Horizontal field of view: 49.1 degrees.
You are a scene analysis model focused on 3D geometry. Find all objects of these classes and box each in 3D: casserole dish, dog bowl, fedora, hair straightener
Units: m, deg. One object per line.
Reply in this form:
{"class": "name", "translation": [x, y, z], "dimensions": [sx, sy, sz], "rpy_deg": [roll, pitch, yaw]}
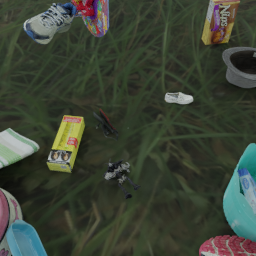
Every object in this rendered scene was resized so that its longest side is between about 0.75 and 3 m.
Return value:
{"class": "casserole dish", "translation": [-2.313, 2.849, 6.455], "dimensions": [0.302, 0.943, 1.556], "rpy_deg": [-38, 62, 1]}
{"class": "dog bowl", "translation": [-4.019, 2.408, 6.726], "dimensions": [2.707, 0.998, 2.707], "rpy_deg": [0, 51, -1]}
{"class": "fedora", "translation": [4.438, -2.151, 10.468], "dimensions": [2.114, 0.954, 1.869], "rpy_deg": [-11, 53, -13]}
{"class": "hair straightener", "translation": [-0.790, -0.044, 9.242], "dimensions": [0.541, 0.288, 1.406], "rpy_deg": [-27, 60, -20]}

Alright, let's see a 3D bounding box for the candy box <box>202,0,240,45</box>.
{"class": "candy box", "translation": [3.865, -4.493, 11.792], "dimensions": [1.087, 1.863, 0.526], "rpy_deg": [-7, 51, -7]}

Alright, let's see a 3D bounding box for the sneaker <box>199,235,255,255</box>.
{"class": "sneaker", "translation": [2.885, 3.188, 6.149], "dimensions": [2.650, 0.989, 1.068], "rpy_deg": [11, 9, 23]}

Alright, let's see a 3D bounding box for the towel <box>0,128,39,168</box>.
{"class": "towel", "translation": [-3.880, 0.681, 7.870], "dimensions": [1.640, 0.337, 2.199], "rpy_deg": [19, 30, 33]}

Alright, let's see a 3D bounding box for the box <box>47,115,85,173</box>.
{"class": "box", "translation": [-1.873, 0.454, 8.659], "dimensions": [0.689, 0.459, 1.830], "rpy_deg": [7, 51, 6]}

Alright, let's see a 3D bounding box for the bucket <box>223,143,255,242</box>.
{"class": "bucket", "translation": [3.666, 1.716, 6.857], "dimensions": [2.575, 1.675, 2.575], "rpy_deg": [0, 52, 0]}

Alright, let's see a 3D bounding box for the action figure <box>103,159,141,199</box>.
{"class": "action figure", "translation": [-0.243, 1.299, 7.857], "dimensions": [0.786, 0.675, 1.323], "rpy_deg": [-37, 61, -14]}

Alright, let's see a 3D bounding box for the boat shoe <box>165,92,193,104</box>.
{"class": "boat shoe", "translation": [1.837, -1.094, 9.996], "dimensions": [1.011, 0.350, 0.358], "rpy_deg": [1, 51, 1]}

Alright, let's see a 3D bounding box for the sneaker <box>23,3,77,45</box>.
{"class": "sneaker", "translation": [-2.239, -3.254, 8.300], "dimensions": [0.848, 0.938, 2.201], "rpy_deg": [44, 38, -13]}

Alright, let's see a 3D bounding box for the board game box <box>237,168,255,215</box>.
{"class": "board game box", "translation": [3.194, 1.790, 7.065], "dimensions": [0.258, 1.191, 1.186], "rpy_deg": [-23, 47, 26]}

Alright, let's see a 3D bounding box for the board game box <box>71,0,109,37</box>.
{"class": "board game box", "translation": [-1.341, -4.217, 8.628], "dimensions": [0.550, 2.825, 2.232], "rpy_deg": [-19, 41, -24]}
